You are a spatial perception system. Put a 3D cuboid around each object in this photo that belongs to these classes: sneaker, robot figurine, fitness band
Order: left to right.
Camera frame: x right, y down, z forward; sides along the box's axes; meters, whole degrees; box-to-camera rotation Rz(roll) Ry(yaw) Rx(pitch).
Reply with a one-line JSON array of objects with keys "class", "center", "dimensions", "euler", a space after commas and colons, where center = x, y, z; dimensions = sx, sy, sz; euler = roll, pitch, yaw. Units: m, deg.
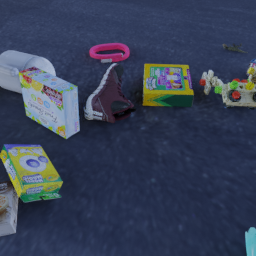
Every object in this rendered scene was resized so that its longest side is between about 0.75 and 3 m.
[{"class": "robot figurine", "center": [-3.732, -1.968, 10.181], "dimensions": [2.556, 1.444, 2.168], "euler": [16, 12, 17]}, {"class": "fitness band", "center": [-0.821, -3.410, 12.567], "dimensions": [1.779, 0.333, 1.278], "euler": [-8, 43, -10]}, {"class": "sneaker", "center": [-0.304, -1.120, 9.772], "dimensions": [1.544, 1.011, 2.673], "euler": [19, 56, 12]}]

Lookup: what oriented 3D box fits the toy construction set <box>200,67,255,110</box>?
[{"class": "toy construction set", "center": [3.987, -1.543, 9.868], "dimensions": [2.768, 1.275, 1.815], "euler": [-3, 67, 7]}]

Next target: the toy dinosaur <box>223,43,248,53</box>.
[{"class": "toy dinosaur", "center": [4.985, -3.727, 12.957], "dimensions": [1.166, 0.277, 0.514], "euler": [21, 61, 20]}]

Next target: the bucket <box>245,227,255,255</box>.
[{"class": "bucket", "center": [2.966, 2.585, 5.574], "dimensions": [1.225, 1.225, 0.797], "euler": [11, 48, 11]}]

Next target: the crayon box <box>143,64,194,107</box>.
[{"class": "crayon box", "center": [1.447, -1.631, 10.463], "dimensions": [1.740, 0.588, 2.016], "euler": [2, 43, 4]}]

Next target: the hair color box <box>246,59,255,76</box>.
[{"class": "hair color box", "center": [5.363, -2.173, 11.015], "dimensions": [0.378, 0.625, 1.250], "euler": [-33, 52, -30]}]

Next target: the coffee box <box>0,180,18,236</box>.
[{"class": "coffee box", "center": [-3.063, 1.924, 6.728], "dimensions": [0.698, 0.487, 1.221], "euler": [-9, 44, -9]}]

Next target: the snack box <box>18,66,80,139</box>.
[{"class": "snack box", "center": [-2.424, -0.799, 8.700], "dimensions": [1.944, 1.640, 0.658], "euler": [28, 43, 27]}]

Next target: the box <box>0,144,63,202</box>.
[{"class": "box", "center": [-2.492, 1.133, 7.281], "dimensions": [1.088, 0.448, 1.854], "euler": [4, 34, -45]}]
